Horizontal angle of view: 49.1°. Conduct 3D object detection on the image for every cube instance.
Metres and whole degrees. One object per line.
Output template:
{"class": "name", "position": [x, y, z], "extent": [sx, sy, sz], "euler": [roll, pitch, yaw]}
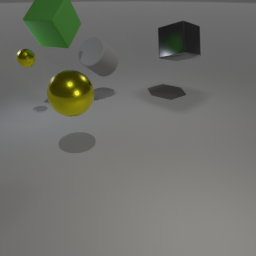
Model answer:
{"class": "cube", "position": [2.352, -3.921, 12.818], "extent": [1.400, 1.400, 1.400], "euler": [1, 5, 43]}
{"class": "cube", "position": [-2.923, -4.170, 10.985], "extent": [1.400, 1.400, 1.400], "euler": [11, 66, 21]}

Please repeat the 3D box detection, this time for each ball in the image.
{"class": "ball", "position": [-1.713, -1.040, 8.430], "extent": [1.400, 1.400, 1.400], "euler": [0, 28, 0]}
{"class": "ball", "position": [-3.929, -2.705, 10.823], "extent": [0.700, 0.700, 0.700], "euler": [0, 28, 0]}

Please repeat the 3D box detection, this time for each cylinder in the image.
{"class": "cylinder", "position": [-1.365, -3.304, 13.130], "extent": [1.400, 1.400, 1.400], "euler": [16, -3, 28]}
